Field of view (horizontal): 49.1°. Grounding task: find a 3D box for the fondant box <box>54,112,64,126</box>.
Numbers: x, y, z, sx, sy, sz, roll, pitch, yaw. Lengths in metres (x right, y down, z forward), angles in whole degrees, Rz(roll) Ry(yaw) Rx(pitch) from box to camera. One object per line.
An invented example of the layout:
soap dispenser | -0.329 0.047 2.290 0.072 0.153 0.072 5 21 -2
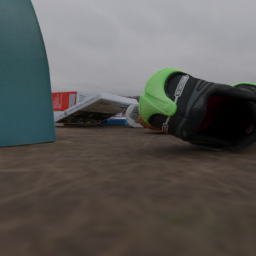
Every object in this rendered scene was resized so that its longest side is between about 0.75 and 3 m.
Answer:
fondant box | -3.198 -0.301 9.240 1.756 0.512 1.267 -4 4 -39

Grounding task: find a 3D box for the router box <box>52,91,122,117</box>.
router box | -2.012 -0.886 11.119 2.508 0.683 2.795 2 -1 33

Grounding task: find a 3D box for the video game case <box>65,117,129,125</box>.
video game case | -0.916 -0.319 11.705 2.923 0.260 2.092 2 4 27

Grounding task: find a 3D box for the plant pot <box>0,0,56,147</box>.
plant pot | -2.436 -1.050 4.442 1.825 2.582 1.824 2 4 38

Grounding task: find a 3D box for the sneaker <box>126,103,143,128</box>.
sneaker | 1.155 -0.472 8.998 2.436 0.949 1.211 1 0 2

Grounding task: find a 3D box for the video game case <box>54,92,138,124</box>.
video game case | -1.017 -0.579 9.277 1.991 0.256 2.190 -23 -12 28

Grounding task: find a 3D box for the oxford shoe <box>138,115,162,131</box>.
oxford shoe | 1.514 -0.362 7.020 2.801 0.999 0.998 0 -8 -29

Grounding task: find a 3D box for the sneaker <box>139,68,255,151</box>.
sneaker | 1.415 -0.088 3.851 2.753 1.056 1.153 0 29 -35
